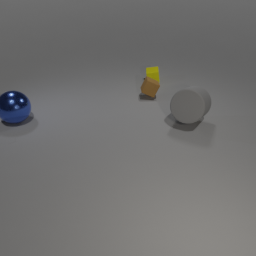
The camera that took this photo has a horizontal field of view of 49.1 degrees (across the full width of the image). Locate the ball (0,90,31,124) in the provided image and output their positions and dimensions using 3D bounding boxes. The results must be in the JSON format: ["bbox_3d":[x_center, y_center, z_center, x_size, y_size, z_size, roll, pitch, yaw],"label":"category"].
[{"bbox_3d":[-4.836,-0.883,11.858,1.400,1.400,1.400,0,31,0],"label":"ball"}]

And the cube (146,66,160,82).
[{"bbox_3d":[1.420,-3.028,16.044,0.700,0.700,0.700,-5,38,7],"label":"cube"}]

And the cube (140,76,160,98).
[{"bbox_3d":[1.104,-2.060,14.021,0.700,0.700,0.700,21,25,-13],"label":"cube"}]

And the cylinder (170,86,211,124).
[{"bbox_3d":[2.610,-0.979,11.564,1.400,1.400,1.400,15,18,23],"label":"cylinder"}]
